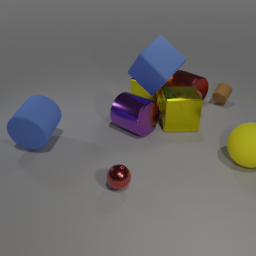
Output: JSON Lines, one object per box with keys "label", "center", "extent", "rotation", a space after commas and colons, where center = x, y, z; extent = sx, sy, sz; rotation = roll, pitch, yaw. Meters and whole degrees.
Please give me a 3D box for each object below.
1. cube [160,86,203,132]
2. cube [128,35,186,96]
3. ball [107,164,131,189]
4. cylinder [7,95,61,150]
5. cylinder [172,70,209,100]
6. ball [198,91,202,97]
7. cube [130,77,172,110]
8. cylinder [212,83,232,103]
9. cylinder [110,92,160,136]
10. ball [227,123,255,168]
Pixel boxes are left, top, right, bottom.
{"label": "cube", "center": [2.078, -0.775, 11.260], "extent": [1.400, 1.400, 1.400], "rotation": [-1, 29, -1]}
{"label": "cube", "center": [1.101, -2.409, 10.958], "extent": [1.400, 1.400, 1.400], "rotation": [43, 62, -2]}
{"label": "ball", "center": [-0.258, 1.377, 7.928], "extent": [0.700, 0.700, 0.700], "rotation": [0, 29, 0]}
{"label": "cylinder", "center": [-3.213, -0.213, 9.731], "extent": [1.400, 1.400, 1.400], "rotation": [5, 39, 8]}
{"label": "cylinder", "center": [2.835, -1.911, 13.301], "extent": [1.400, 1.400, 1.400], "rotation": [-20, 35, -32]}
{"label": "ball", "center": [2.864, -1.301, 12.161], "extent": [0.700, 0.700, 0.700], "rotation": [0, 29, 0]}
{"label": "cube", "center": [1.090, -1.681, 12.778], "extent": [1.400, 1.400, 1.400], "rotation": [14, 31, 33]}
{"label": "cylinder", "center": [4.421, -1.637, 13.129], "extent": [0.700, 0.700, 0.700], "rotation": [21, 65, 33]}
{"label": "cylinder", "center": [0.269, -0.554, 10.845], "extent": [1.400, 1.400, 1.400], "rotation": [24, 37, 36]}
{"label": "ball", "center": [3.838, 0.532, 8.755], "extent": [1.400, 1.400, 1.400], "rotation": [0, 29, 0]}
